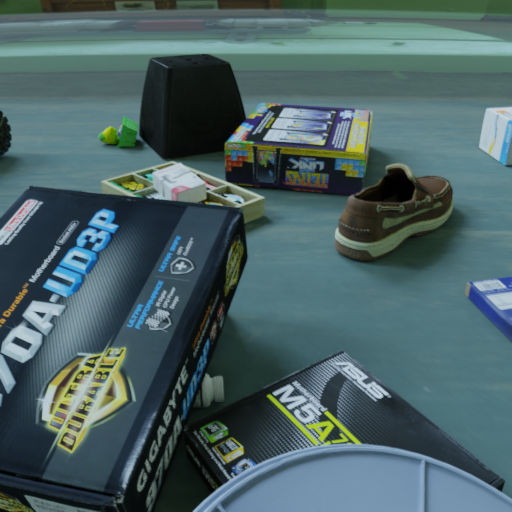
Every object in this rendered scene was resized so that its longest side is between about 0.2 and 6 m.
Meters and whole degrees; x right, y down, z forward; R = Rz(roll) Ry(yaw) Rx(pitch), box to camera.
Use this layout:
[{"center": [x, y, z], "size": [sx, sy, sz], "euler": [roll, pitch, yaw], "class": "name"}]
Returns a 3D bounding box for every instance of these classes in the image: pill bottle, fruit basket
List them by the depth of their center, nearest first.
[{"center": [-0.641, 1.369, 5.674], "size": [0.617, 0.342, 0.342], "euler": [-3, 29, -5], "class": "pill bottle"}, {"center": [-3.275, -2.927, 13.305], "size": [0.914, 0.659, 0.914], "euler": [16, 25, -7], "class": "fruit basket"}]

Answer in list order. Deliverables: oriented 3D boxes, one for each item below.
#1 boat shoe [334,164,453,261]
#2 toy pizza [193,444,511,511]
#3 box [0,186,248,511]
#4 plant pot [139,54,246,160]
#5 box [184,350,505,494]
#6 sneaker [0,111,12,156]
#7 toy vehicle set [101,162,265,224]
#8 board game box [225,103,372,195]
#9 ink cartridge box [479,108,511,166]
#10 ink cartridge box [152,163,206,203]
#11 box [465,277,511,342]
[{"center": [2.414, -0.934, 9.063], "size": [1.112, 1.114, 3.010], "euler": [21, 35, 33], "class": "boat shoe"}, {"center": [0.791, 2.539, 2.988], "size": [3.211, 0.509, 3.211], "euler": [6, 41, -5], "class": "toy pizza"}, {"center": [-1.844, 0.707, 5.620], "size": [2.804, 0.811, 3.528], "euler": [7, 43, 13], "class": "box"}, {"center": [-1.519, -3.612, 13.128], "size": [2.171, 1.931, 2.177], "euler": [-12, 30, -22], "class": "plant pot"}, {"center": [0.664, 1.795, 4.768], "size": [1.907, 0.469, 1.975], "euler": [-20, 35, -27], "class": "box"}, {"center": [-6.733, -2.128, 11.364], "size": [1.510, 1.366, 3.544], "euler": [1, 20, 22], "class": "sneaker"}, {"center": [-1.357, -1.036, 10.051], "size": [1.650, 0.352, 2.656], "euler": [-25, 37, -38], "class": "toy vehicle set"}, {"center": [1.032, -2.364, 11.897], "size": [2.695, 0.924, 3.260], "euler": [8, 30, 10], "class": "board game box"}, {"center": [5.724, -2.657, 12.370], "size": [0.967, 0.950, 1.313], "euler": [-3, 29, -6], "class": "ink cartridge box"}, {"center": [-1.306, -1.195, 9.501], "size": [0.588, 0.342, 0.807], "euler": [-25, 46, -30], "class": "ink cartridge box"}, {"center": [3.379, 0.740, 6.923], "size": [0.896, 0.240, 1.479], "euler": [-6, 29, -10], "class": "box"}]
